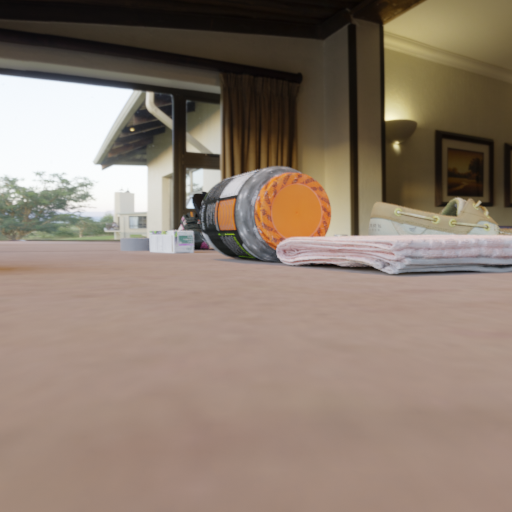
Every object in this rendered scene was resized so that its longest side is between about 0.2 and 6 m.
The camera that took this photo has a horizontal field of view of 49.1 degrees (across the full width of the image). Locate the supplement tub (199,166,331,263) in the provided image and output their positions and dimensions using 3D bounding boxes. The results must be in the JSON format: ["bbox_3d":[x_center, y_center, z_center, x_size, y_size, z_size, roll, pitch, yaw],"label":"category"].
[{"bbox_3d":[0.086,-0.515,7.235,1.181,1.181,1.928,-1,3,-24],"label":"supplement tub"}]

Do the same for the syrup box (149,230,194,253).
[{"bbox_3d":[-1.713,-0.285,11.275,0.447,0.463,1.136,-2,2,-35],"label":"syrup box"}]

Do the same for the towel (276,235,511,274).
[{"bbox_3d":[1.602,-0.039,5.723,2.161,0.348,2.064,-1,3,-24],"label":"towel"}]

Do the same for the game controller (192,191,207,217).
[{"bbox_3d":[-0.705,-0.965,13.800,1.436,0.579,2.752,0,24,-18],"label":"game controller"}]

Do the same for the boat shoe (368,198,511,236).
[{"bbox_3d":[2.837,-0.381,7.852,2.611,0.867,0.966,0,2,-12],"label":"boat shoe"}]

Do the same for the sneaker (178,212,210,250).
[{"bbox_3d":[-1.639,-0.623,13.883,0.874,0.940,2.176,0,2,-13],"label":"sneaker"}]

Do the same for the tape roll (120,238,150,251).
[{"bbox_3d":[-2.658,-0.266,12.924,0.927,0.306,0.927,1,2,0],"label":"tape roll"}]
